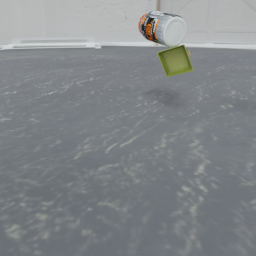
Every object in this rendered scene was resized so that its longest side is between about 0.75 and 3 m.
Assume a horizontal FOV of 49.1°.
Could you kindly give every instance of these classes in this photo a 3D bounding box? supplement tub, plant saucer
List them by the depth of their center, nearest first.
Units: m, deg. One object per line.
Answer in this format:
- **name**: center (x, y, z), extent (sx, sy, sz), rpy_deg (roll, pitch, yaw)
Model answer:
- **plant saucer**: center (1.584, -2.250, 9.266), extent (0.968, 0.969, 0.232), rpy_deg (-9, 35, 31)
- **supplement tub**: center (1.128, -3.460, 9.702), extent (1.032, 1.032, 1.684), rpy_deg (-12, 31, -28)

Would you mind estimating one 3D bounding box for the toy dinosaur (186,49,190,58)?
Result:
- **toy dinosaur**: center (2.228, -2.671, 10.296), extent (0.227, 0.394, 0.779), rpy_deg (14, 2, 27)
